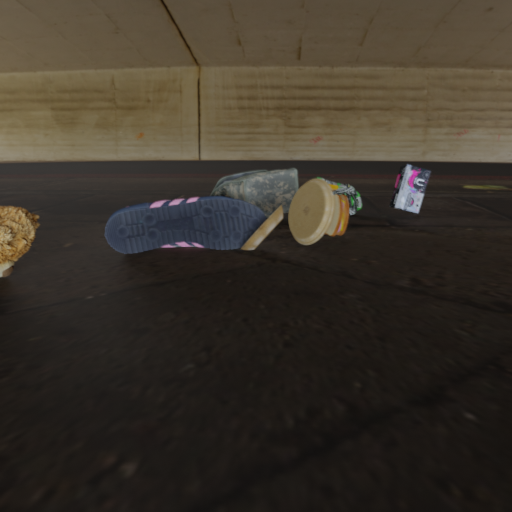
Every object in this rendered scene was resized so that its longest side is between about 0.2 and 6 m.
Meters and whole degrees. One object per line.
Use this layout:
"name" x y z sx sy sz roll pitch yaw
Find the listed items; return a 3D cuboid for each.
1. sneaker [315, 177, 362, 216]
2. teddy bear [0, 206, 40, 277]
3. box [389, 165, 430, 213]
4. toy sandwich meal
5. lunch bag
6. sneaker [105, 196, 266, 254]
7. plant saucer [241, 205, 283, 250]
"sneaker" 2.055 -1.470 14.081 1.136 1.040 2.666 4 12 16
"teddy bear" -4.648 -0.090 8.069 2.910 0.972 2.110 -3 -6 -16
"box" 3.821 -1.657 13.917 0.627 1.092 0.722 14 7 0
"toy sandwich meal" 1.135 -0.799 10.328 0.472 1.378 1.378 11 4 -33
"lunch bag" -0.092 -1.531 14.086 1.643 1.178 2.004 -15 10 -31
"sneaker" -1.277 -0.666 10.359 2.875 1.009 1.179 -1 15 -9
"plant saucer" 0.156 -0.457 10.065 0.192 1.083 1.083 43 16 0
